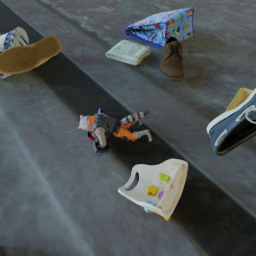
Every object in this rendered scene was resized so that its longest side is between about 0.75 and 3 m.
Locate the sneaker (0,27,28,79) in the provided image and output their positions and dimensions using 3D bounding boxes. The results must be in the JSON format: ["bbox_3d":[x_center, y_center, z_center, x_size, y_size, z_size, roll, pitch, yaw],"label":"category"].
[{"bbox_3d":[-4.805,-2.732,10.485,1.388,0.971,2.403,-5,49,24],"label":"sneaker"}]

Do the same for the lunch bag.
[{"bbox_3d":[1.272,-4.523,12.365,2.623,1.234,1.974,24,49,38],"label":"lunch bag"}]

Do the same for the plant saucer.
[{"bbox_3d":[3.833,-0.435,8.208,1.614,0.391,1.615,25,47,24],"label":"plant saucer"}]

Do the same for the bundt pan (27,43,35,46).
[{"bbox_3d":[-3.744,-3.072,11.167,1.059,0.398,1.059,0,41,0],"label":"bundt pan"}]

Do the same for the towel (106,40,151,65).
[{"bbox_3d":[0.045,-3.026,11.149,1.449,0.349,1.240,21,45,22],"label":"towel"}]

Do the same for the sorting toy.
[{"bbox_3d":[0.488,1.274,6.130,1.241,0.737,1.379,14,44,27],"label":"sorting toy"}]

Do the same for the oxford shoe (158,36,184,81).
[{"bbox_3d":[1.571,-2.560,10.128,0.892,1.036,2.454,1,43,-2],"label":"oxford shoe"}]

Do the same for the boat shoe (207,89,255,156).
[{"bbox_3d":[2.275,-0.204,4.932,0.790,2.110,0.652,27,44,-29],"label":"boat shoe"}]

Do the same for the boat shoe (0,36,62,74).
[{"bbox_3d":[-2.610,-1.830,7.356,1.829,0.674,0.633,-32,11,-32],"label":"boat shoe"}]

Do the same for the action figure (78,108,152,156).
[{"bbox_3d":[-0.421,-0.191,7.546,1.814,0.981,1.875,0,40,-13],"label":"action figure"}]
